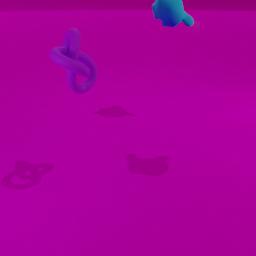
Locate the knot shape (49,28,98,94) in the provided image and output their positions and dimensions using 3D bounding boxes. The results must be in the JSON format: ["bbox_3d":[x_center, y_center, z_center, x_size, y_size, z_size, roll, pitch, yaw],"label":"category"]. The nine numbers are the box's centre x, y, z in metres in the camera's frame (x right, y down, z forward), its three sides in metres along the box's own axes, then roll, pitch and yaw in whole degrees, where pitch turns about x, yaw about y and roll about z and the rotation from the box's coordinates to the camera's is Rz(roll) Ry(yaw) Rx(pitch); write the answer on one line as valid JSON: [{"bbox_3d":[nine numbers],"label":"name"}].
[{"bbox_3d":[-0.998,-1.299,5.198,0.550,1.113,1.190,-18,-18,9],"label":"knot shape"}]

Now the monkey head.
[{"bbox_3d":[1.295,-3.558,8.200,1.107,1.539,0.927,-53,11,-10],"label":"monkey head"}]
